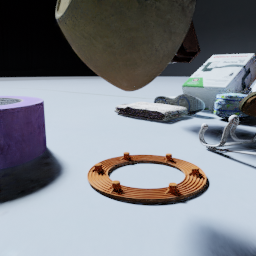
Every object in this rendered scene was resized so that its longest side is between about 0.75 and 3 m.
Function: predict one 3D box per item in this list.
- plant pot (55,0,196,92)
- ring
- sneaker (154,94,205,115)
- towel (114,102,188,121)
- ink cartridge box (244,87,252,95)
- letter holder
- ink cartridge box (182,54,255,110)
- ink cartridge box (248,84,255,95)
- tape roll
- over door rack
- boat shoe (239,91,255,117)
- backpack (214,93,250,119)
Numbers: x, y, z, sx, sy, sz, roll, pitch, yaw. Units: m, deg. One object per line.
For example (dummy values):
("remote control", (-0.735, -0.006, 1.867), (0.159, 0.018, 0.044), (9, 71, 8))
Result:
("plant pot", (-0.198, -1.495, 3.547), (1.190, 1.772, 1.772), (18, 1, -32))
("ring", (0.277, 0.642, 4.238), (1.782, 0.171, 1.782), (0, 13, 0))
("sneaker", (1.883, -0.883, 10.036), (1.927, 0.718, 0.839), (11, 12, 39))
("towel", (0.741, -0.612, 9.440), (2.221, 0.383, 1.472), (11, 17, 41))
("ink cartridge box", (4.750, -1.251, 11.307), (0.450, 0.779, 1.074), (-2, 10, -42))
("letter holder", (1.230, -2.186, 6.864), (0.736, 1.036, 0.521), (-3, -19, -20))
("ink cartridge box", (3.683, -1.872, 11.078), (1.919, 1.087, 2.618), (11, 44, 44))
("ink cartridge box", (4.778, -1.217, 9.063), (1.225, 0.576, 2.606), (-4, -14, 8))
("tape roll", (-2.761, -0.004, 5.243), (2.352, 0.999, 2.352), (0, 12, 0))
("over door rack", (2.730, 0.166, 4.897), (1.840, 0.830, 2.491), (-6, 14, -21))
("boat shoe", (4.335, -0.594, 8.140), (2.300, 0.828, 0.782), (-4, 40, -22))
("backpack", (3.304, -0.685, 8.796), (1.346, 1.035, 1.098), (-23, 28, -25))
